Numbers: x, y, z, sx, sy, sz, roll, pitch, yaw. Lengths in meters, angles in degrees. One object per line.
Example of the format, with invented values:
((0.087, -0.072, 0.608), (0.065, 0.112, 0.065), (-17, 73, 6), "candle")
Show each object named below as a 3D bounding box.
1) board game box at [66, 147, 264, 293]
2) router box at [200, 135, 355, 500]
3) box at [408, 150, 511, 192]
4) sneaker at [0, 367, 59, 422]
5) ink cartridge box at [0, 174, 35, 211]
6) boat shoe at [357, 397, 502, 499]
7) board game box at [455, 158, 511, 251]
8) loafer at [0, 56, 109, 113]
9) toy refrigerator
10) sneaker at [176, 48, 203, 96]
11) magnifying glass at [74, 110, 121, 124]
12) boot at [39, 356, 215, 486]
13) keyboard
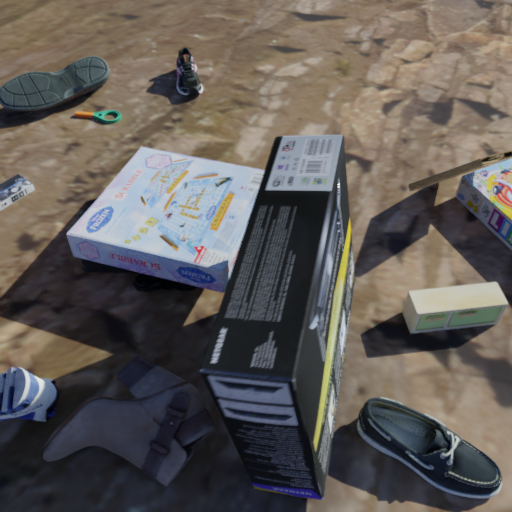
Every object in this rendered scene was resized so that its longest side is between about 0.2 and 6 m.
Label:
((-1.537, -0.857, 11.049), (3.070, 0.633, 3.078), (13, 45, 13), "board game box")
((0.633, 0.812, 8.245), (1.108, 3.337, 4.244), (3, 47, 16), "router box")
((4.264, -1.777, 11.714), (1.405, 1.719, 0.183), (-18, 90, -40), "box")
((-3.797, 2.293, 8.747), (1.954, 1.128, 0.789), (-15, 59, 28), "sneaker")
((-5.563, -1.362, 12.411), (0.564, 0.222, 1.134), (31, 56, 24), "ink cartridge box")
((2.573, 2.829, 8.318), (2.225, 0.671, 0.841), (19, 51, 16), "boat shoe")
((6.330, -0.672, 11.481), (2.519, 0.641, 3.747), (-20, 51, -17), "board game box")
((-5.276, -4.371, 14.847), (2.916, 0.917, 1.048), (-24, 85, -16), "loafer")
((3.549, 0.953, 10.044), (1.654, 0.628, 0.579), (-5, 48, -5), "toy refrigerator")
((-1.935, -5.095, 15.408), (0.704, 0.757, 1.753), (-14, 50, -11), "sneaker")
((-4.096, -3.635, 14.517), (1.204, 0.135, 0.479), (5, 48, 5), "magnifying glass")
((-1.834, 2.713, 8.327), (2.326, 0.817, 1.700), (-45, 78, -3), "boot")
((-1.684, -0.104, 11.147), (3.411, 0.438, 2.048), (1, 48, 2), "keyboard")
